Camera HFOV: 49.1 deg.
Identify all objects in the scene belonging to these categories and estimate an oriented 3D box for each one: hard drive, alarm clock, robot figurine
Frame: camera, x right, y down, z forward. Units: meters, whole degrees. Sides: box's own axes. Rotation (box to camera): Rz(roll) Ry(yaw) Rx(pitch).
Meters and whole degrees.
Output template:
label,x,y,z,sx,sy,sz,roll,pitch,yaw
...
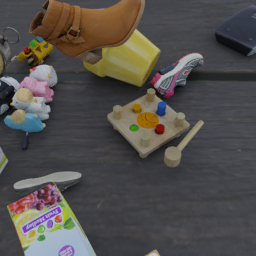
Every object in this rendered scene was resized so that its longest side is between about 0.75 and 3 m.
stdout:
label,x,y,z,sx,sy,sz,roll,pitch,yaw
hard drive,5.152,-4.096,11.689,2.993,0.633,2.019,-37,59,-27
alarm clock,-3.032,-1.685,6.064,1.740,1.173,0.579,-21,37,20
robot figurine,-4.074,-1.011,8.905,1.095,0.909,1.457,26,55,20

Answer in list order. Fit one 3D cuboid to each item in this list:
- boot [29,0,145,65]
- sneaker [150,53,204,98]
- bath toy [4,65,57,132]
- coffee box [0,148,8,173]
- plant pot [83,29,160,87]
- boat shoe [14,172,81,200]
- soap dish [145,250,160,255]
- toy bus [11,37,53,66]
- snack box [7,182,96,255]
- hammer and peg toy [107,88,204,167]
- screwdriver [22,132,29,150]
label,x,y,z,sx,sy,sz,roll,pitch,yaw
boot,-1.003,-2.619,6.758,1.955,2.527,0.931,19,47,-40
sneaker,1.801,-1.830,9.728,2.357,0.950,0.880,-34,87,-26
bath toy,-3.024,-1.087,8.899,0.993,1.169,2.687,-9,45,10
coffee box,-4.005,0.871,7.198,1.107,1.096,1.108,12,51,10
plant pot,-0.096,-2.507,9.528,2.035,2.163,2.163,30,55,5
boat shoe,-2.018,1.494,7.170,1.678,0.478,0.561,-8,16,-12
soap dish,0.485,3.278,5.547,1.024,0.529,1.301,-24,54,-19
toy bus,-3.485,-2.745,10.474,1.484,0.767,1.401,-39,21,7
snack box,-0.851,2.688,4.851,0.938,2.338,2.773,-27,56,-15
hammer and peg toy,0.849,0.033,8.059,1.865,0.894,2.535,-30,56,-25
screwdriver,-3.035,0.146,8.408,0.167,0.174,1.199,-3,54,-5
